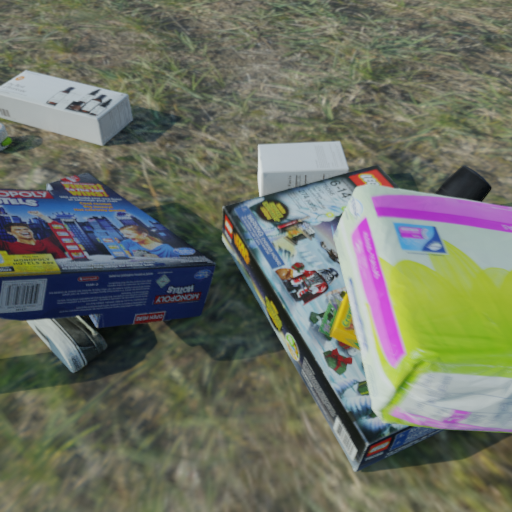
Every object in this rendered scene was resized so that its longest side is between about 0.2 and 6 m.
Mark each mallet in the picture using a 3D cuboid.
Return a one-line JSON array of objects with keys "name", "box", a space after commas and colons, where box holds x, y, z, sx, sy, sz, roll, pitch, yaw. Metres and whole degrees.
[{"name": "mallet", "box": [4.293, -0.286, 8.982, 0.710, 1.136, 3.450, 20, 17, -50]}]

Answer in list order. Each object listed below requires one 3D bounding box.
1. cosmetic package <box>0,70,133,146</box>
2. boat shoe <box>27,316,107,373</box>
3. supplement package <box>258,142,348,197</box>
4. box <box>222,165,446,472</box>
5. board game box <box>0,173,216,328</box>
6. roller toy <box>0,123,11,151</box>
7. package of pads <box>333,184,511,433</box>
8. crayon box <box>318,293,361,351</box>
[{"name": "cosmetic package", "box": [-4.370, -3.396, 12.655, 2.902, 0.735, 1.198, 17, 45, 17]}, {"name": "boat shoe", "box": [-2.978, 0.849, 8.263, 0.656, 0.729, 2.062, -34, 61, -30]}, {"name": "supplement package", "box": [0.836, -1.481, 10.487, 1.567, 0.939, 0.950, -2, 44, -2]}, {"name": "box", "box": [1.649, 0.517, 8.216, 2.943, 0.857, 4.298, -17, 51, -19]}, {"name": "board game box", "box": [-2.859, -0.230, 8.497, 3.265, 1.007, 3.263, -2, 31, -38]}, {"name": "roller toy", "box": [-5.652, -2.548, 11.943, 0.693, 0.484, 0.632, -23, 48, -23]}, {"name": "package of pads", "box": [2.937, 0.646, 6.544, 3.664, 1.250, 2.831, 6, 44, -11]}, {"name": "crayon box", "box": [1.319, 0.863, 6.983, 0.942, 0.243, 0.592, 24, 52, 2]}]
